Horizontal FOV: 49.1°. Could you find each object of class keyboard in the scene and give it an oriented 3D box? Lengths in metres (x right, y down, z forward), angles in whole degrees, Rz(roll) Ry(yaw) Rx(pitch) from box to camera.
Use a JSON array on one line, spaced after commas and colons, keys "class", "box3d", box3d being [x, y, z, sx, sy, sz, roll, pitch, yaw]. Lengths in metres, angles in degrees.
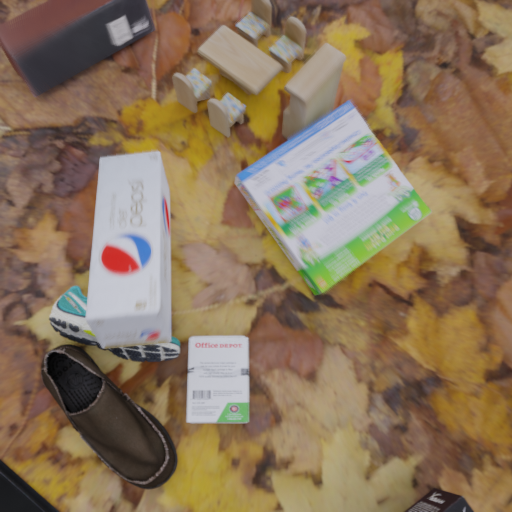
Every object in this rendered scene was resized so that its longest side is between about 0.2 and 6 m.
[{"class": "keyboard", "box3d": [-3.404, 5.030, 7.468, 5.634, 1.116, 2.932, 36, 53, 12]}]

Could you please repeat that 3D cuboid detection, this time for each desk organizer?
[{"class": "desk organizer", "box3d": [-3.257, -4.087, 10.105, 2.588, 0.928, 0.996, -35, 60, -14]}]

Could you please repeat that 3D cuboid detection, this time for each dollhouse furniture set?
[{"class": "dollhouse furniture set", "box3d": [0.133, -3.197, 9.529, 2.428, 1.580, 2.230, 38, 76, 11]}]

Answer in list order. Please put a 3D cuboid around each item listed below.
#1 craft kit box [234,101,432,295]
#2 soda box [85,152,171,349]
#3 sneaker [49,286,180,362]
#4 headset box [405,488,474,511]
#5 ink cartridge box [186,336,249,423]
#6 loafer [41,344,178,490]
[{"class": "craft kit box", "box3d": [1.250, -0.958, 9.167, 2.347, 0.569, 2.318, -34, 84, -10]}, {"class": "soda box", "box3d": [-1.855, -0.160, 8.467, 1.021, 0.954, 2.997, -6, 54, -1]}, {"class": "sneaker", "box3d": [-2.114, 1.029, 8.635, 2.078, 0.805, 0.828, 20, 57, 1]}, {"class": "headset box", "box3d": [1.975, 4.963, 7.123, 3.168, 1.223, 2.357, -32, 75, -11]}, {"class": "ink cartridge box", "box3d": [-0.559, 1.874, 8.465, 0.917, 0.528, 1.257, 0, 72, 0]}, {"class": "loafer", "box3d": [-2.261, 2.328, 8.098, 2.664, 0.950, 0.972, 40, 77, 11]}]
